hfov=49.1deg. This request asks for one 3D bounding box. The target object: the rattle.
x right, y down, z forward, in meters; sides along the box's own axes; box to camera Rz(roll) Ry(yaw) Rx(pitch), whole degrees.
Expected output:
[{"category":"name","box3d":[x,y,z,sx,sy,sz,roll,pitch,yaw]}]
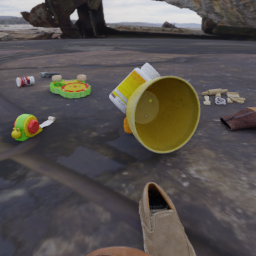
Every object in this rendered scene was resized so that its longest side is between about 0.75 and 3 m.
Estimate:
[{"category":"rattle","box3d":[0.100,-0.598,12.126,1.643,1.803,2.524,30,-7,-36]}]

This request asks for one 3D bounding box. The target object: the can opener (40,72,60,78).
[{"category":"can opener","box3d":[-5.582,-3.818,20.027,1.388,0.370,0.464,-2,24,-9]}]

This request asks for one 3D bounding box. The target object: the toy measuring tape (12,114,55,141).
[{"category":"toy measuring tape","box3d":[-3.658,-0.266,10.959,0.908,0.908,2.468,8,24,18]}]

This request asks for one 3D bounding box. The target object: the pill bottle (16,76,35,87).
[{"category":"pill bottle","box3d":[-6.472,-2.956,17.706,0.990,0.565,0.565,-17,28,-34]}]

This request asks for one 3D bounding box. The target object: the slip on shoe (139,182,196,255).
[{"category":"slip on shoe","box3d":[0.740,2.011,5.676,0.912,0.727,2.399,-2,23,-5]}]

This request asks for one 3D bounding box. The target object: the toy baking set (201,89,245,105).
[{"category":"toy baking set","box3d":[4.991,-1.693,15.030,2.683,0.312,2.059,-6,24,-15]}]

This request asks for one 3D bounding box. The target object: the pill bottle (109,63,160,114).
[{"category":"pill bottle","box3d":[0.284,-1.521,10.667,1.939,1.059,1.059,-45,26,6]}]

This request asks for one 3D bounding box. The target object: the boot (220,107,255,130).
[{"category":"boot","box3d":[4.950,-0.123,11.076,1.851,0.805,2.225,-15,26,-5]}]

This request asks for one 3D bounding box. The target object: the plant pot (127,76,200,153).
[{"category":"plant pot","box3d":[0.878,-0.539,9.139,2.360,2.360,1.675,-10,16,-22]}]

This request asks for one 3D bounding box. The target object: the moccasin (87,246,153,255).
[{"category":"moccasin","box3d":[0.292,2.570,4.375,2.288,0.837,0.883,19,19,18]}]

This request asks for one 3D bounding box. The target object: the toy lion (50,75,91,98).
[{"category":"toy lion","box3d":[-3.331,-2.317,16.140,2.399,0.824,2.300,0,30,0]}]
